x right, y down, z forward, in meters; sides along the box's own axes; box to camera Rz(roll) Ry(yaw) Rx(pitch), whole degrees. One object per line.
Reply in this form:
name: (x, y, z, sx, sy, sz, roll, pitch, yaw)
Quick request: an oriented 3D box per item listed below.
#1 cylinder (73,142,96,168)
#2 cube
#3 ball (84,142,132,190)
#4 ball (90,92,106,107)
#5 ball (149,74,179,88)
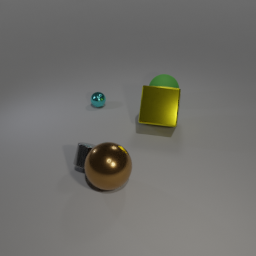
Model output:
cylinder: (-1.327, 0.879, 8.935, 0.700, 0.700, 0.700, 14, 4, -1)
cube: (1.258, -0.810, 10.815, 1.400, 1.400, 1.400, 7, 2, 11)
ball: (-0.574, 1.110, 8.216, 1.400, 1.400, 1.400, 0, 32, 0)
ball: (-1.350, -1.290, 12.706, 0.700, 0.700, 0.700, 0, 32, 0)
ball: (1.628, -1.743, 12.763, 1.400, 1.400, 1.400, 0, 32, 0)
